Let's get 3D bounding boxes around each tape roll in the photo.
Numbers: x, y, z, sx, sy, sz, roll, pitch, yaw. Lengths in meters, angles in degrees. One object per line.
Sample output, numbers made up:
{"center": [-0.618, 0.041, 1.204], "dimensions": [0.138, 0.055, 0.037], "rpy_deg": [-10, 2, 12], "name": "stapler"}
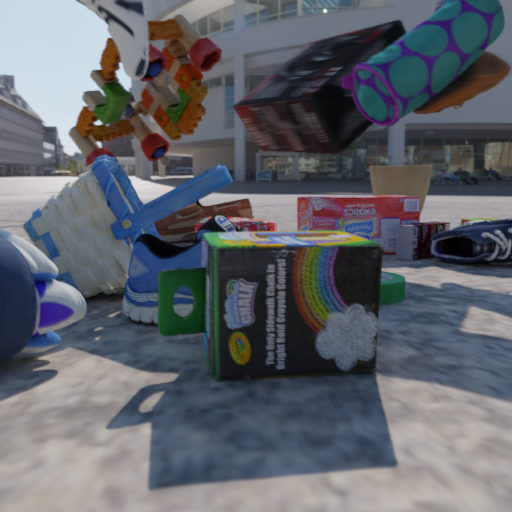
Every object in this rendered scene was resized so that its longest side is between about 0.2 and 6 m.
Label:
{"center": [1.238, 0.369, 6.774], "dimensions": [1.093, 0.263, 1.093], "rpy_deg": [1, 8, 0], "name": "tape roll"}

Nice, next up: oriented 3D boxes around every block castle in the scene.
{"center": [-2.276, -3.174, 11.743], "dimensions": [2.273, 1.596, 3.401], "rpy_deg": [-31, -13, -46], "name": "block castle"}

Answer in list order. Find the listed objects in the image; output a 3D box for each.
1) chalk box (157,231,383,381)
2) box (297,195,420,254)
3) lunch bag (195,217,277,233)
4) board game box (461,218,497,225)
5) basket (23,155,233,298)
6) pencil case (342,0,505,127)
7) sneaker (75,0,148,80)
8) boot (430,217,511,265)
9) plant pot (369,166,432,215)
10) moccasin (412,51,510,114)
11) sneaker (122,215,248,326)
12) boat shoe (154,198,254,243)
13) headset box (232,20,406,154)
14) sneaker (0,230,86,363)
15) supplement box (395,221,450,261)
{"center": [0.044, 0.332, 4.361], "dimensions": [1.591, 0.993, 0.986], "rpy_deg": [0, 8, -8], "name": "chalk box"}
{"center": [1.942, -0.602, 10.776], "dimensions": [2.165, 1.111, 1.025], "rpy_deg": [-3, 8, -12], "name": "box"}
{"center": [-0.290, -0.437, 11.151], "dimensions": [1.402, 0.652, 1.591], "rpy_deg": [5, 9, 33], "name": "lunch bag"}
{"center": [5.797, -0.614, 13.233], "dimensions": [0.942, 0.442, 1.855], "rpy_deg": [-2, 8, -15], "name": "board game box"}
{"center": [-1.429, -0.507, 7.025], "dimensions": [2.398, 1.668, 2.115], "rpy_deg": [-31, 9, 1], "name": "basket"}
{"center": [2.518, -3.014, 8.381], "dimensions": [1.108, 2.397, 1.020], "rpy_deg": [44, -14, 24], "name": "pencil case"}
{"center": [-2.142, -3.361, 7.464], "dimensions": [1.300, 1.997, 0.797], "rpy_deg": [-6, 12, -9], "name": "sneaker"}
{"center": [4.081, -0.156, 8.924], "dimensions": [1.125, 0.906, 2.490], "rpy_deg": [-14, 6, -36], "name": "boot"}
{"center": [3.883, -1.550, 15.136], "dimensions": [1.645, 1.757, 1.645], "rpy_deg": [-1, 9, 0], "name": "plant pot"}
{"center": [3.603, -3.101, 10.205], "dimensions": [0.881, 0.835, 2.283], "rpy_deg": [5, -8, -19], "name": "moccasin"}
{"center": [-0.179, 0.146, 5.465], "dimensions": [2.390, 1.065, 0.939], "rpy_deg": [2, 8, 9], "name": "sneaker"}
{"center": [-1.551, -0.885, 12.703], "dimensions": [3.102, 1.114, 1.175], "rpy_deg": [-1, 8, -4], "name": "boat shoe"}
{"center": [1.342, -3.539, 12.143], "dimensions": [2.637, 1.368, 3.543], "rpy_deg": [-42, 28, -14], "name": "headset box"}
{"center": [-1.946, 0.352, 3.564], "dimensions": [2.089, 1.149, 2.853], "rpy_deg": [0, 12, -39], "name": "sneaker"}
{"center": [3.017, -0.278, 10.104], "dimensions": [1.162, 0.632, 0.354], "rpy_deg": [-7, 11, -38], "name": "supplement box"}
